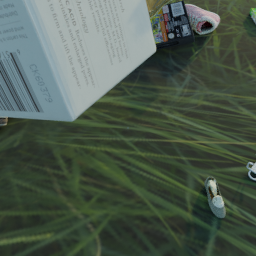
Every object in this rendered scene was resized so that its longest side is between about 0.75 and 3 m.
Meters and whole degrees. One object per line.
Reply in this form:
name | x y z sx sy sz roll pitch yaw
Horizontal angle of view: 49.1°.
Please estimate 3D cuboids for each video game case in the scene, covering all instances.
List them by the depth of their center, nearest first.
video game case | 1.167 -3.702 10.210 2.101 0.296 2.324 -10 53 9

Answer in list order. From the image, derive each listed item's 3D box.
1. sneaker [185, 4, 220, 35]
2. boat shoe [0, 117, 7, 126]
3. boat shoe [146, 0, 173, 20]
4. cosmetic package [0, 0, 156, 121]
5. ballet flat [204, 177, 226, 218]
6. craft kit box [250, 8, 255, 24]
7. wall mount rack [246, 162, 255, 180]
sneaker | 2.529 -4.174 10.770 1.924 0.724 1.006 18 45 11
boat shoe | -4.160 -0.022 7.011 2.198 0.654 0.790 -7 6 -28
boat shoe | 0.743 -3.647 7.767 2.014 0.767 0.722 -32 90 19
cosmetic package | -1.339 -1.893 5.046 2.405 2.407 2.918 4 35 32
ballet flat | 1.847 1.447 5.959 0.306 0.289 0.908 -5 48 -5
craft kit box | 5.678 -4.571 11.479 1.066 0.262 1.079 4 48 0
wall mount rack | 3.201 0.901 6.436 0.748 0.321 0.860 34 57 27
